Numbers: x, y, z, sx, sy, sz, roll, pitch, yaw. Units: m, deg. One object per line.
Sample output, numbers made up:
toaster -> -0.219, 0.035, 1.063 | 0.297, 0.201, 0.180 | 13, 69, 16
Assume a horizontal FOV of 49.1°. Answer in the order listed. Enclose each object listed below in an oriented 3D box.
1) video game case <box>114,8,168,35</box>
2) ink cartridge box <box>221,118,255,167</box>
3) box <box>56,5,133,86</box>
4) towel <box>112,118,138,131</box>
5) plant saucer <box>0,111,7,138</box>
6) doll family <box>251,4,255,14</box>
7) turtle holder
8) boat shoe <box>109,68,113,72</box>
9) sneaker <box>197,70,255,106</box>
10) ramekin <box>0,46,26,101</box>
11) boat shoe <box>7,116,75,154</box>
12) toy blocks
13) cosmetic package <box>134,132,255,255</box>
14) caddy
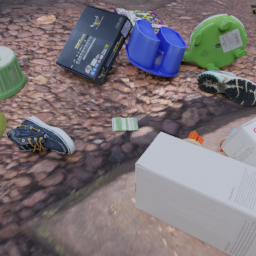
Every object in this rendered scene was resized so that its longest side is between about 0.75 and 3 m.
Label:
video game case -> 0.627, -5.465, 14.361 | 2.295, 0.453, 2.532 | -1, 39, -16
ink cartridge box -> 3.690, 0.816, 6.398 | 1.806, 1.051, 2.479 | -23, 63, -26
box -> -1.317, -3.192, 10.702 | 2.094, 0.677, 2.656 | 28, 88, 28
towel -> -0.099, -0.112, 8.751 | 0.791, 0.093, 0.604 | -2, 41, -4
plant saucer -> -5.101, -0.024, 8.405 | 2.667, 0.414, 2.667 | -1, 41, 0
doll family -> 7.536, -6.711, 16.051 | 0.701, 0.476, 1.213 | -27, 51, -34
turtle holder -> 3.371, -3.339, 11.298 | 2.001, 2.634, 1.870 | 31, 36, -14
boat shoe -> -1.289, -2.550, 11.259 | 1.368, 0.454, 0.511 | 13, 44, 15
sneaker -> 3.707, -1.587, 9.847 | 2.341, 0.909, 1.011 | 27, 44, 26
ramekin -> -5.023, -2.028, 10.130 | 2.338, 1.142, 2.338 | 0, 41, 0
boat shoe -> -2.428, 0.390, 7.743 | 2.077, 0.735, 0.943 | 23, 46, 34
toy blocks -> 2.229, 0.571, 7.476 | 1.672, 0.728, 2.006 | 20, 45, 21
cosmetic package -> 1.669, 1.440, 5.844 | 2.931, 1.577, 1.243 | 23, 47, 22
caddy -> 1.007, -3.013, 10.981 | 2.100, 1.559, 2.970 | 11, 34, -13
